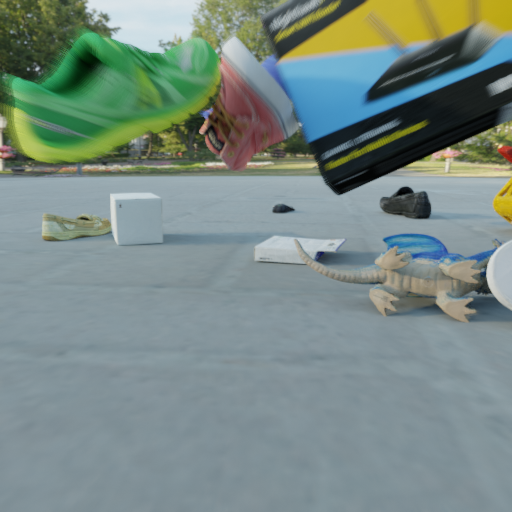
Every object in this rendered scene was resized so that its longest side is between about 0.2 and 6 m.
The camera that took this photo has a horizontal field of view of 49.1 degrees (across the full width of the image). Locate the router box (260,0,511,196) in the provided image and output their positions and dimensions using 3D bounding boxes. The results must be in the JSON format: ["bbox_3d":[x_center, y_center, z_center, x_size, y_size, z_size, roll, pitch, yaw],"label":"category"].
[{"bbox_3d":[2.137,-2.710,7.338,3.532,2.635,0.902,-23,-12,15],"label":"router box"}]

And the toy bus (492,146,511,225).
[{"bbox_3d":[5.635,-1.004,11.150,2.366,1.223,2.233,28,14,-43],"label":"toy bus"}]

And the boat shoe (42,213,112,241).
[{"bbox_3d":[-3.541,-0.653,11.188,0.618,0.533,1.695,6,12,31],"label":"boat shoe"}]

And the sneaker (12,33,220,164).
[{"bbox_3d":[-1.564,-2.152,6.861,1.093,1.233,2.950,24,48,36],"label":"sneaker"}]

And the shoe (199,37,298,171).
[{"bbox_3d":[-0.217,-1.861,7.544,1.201,0.944,2.641,-39,-10,8],"label":"shoe"}]

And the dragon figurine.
[{"bbox_3d":[1.687,0.165,5.986,2.463,0.725,1.224,3,11,15],"label":"dragon figurine"}]

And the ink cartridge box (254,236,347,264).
[{"bbox_3d":[0.726,-0.089,8.780,1.249,0.254,1.246,3,10,17],"label":"ink cartridge box"}]

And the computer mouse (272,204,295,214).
[{"bbox_3d":[0.723,-1.386,16.187,0.670,0.255,0.968,3,10,14],"label":"computer mouse"}]

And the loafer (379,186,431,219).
[{"bbox_3d":[4.045,-1.498,15.232,0.771,0.797,2.271,-2,10,-13],"label":"loafer"}]

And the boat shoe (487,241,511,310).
[{"bbox_3d":[3.514,0.290,5.205,2.747,0.943,0.778,2,-9,6],"label":"boat shoe"}]

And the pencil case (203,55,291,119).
[{"bbox_3d":[0.124,-3.493,12.222,2.638,1.030,1.146,-37,-7,8],"label":"pencil case"}]

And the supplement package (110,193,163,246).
[{"bbox_3d":[-2.303,-0.732,10.690,0.853,0.856,1.460,-3,10,-17],"label":"supplement package"}]
